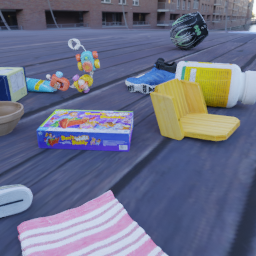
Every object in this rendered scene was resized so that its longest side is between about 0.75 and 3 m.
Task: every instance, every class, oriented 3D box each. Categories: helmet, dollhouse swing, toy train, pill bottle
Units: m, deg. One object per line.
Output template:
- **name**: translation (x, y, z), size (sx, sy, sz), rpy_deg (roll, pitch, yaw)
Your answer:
- **helmet**: translation (4.627, -7.441, 21.801), size (2.659, 2.789, 2.789), rpy_deg (-27, 20, 11)
- **dollhouse swing**: translation (1.832, -0.577, 7.310), size (1.569, 1.622, 1.785), rpy_deg (-8, 13, 41)
- **toy train**: translation (-1.989, -2.013, 10.221), size (1.650, 2.197, 0.611), rpy_deg (25, 32, -17)
- **pill bottle**: translation (2.860, -1.414, 9.226), size (2.518, 1.420, 1.420), rpy_deg (7, 24, 15)

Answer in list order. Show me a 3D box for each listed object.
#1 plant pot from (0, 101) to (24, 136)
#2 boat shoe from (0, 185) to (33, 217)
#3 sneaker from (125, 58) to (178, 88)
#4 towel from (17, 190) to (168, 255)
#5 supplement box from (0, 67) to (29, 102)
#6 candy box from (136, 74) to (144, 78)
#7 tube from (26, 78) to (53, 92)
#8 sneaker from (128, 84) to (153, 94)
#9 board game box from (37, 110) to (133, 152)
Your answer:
- **plant pot**: translation (-3.437, -0.198, 7.349), size (1.403, 0.648, 1.403), rpy_deg (-1, 23, 0)
- **boat shoe**: translation (-2.298, 1.216, 4.354), size (1.541, 0.555, 0.478), rpy_deg (-4, 3, -25)
- **sneaker**: translation (1.005, -2.247, 11.382), size (2.223, 1.237, 0.853), rpy_deg (4, 23, 8)
- **towel**: translation (-0.390, 1.628, 3.502), size (1.554, 0.318, 2.123), rpy_deg (-14, 27, -28)
- **supplement box**: translation (-4.633, -1.531, 9.962), size (1.538, 1.033, 1.537), rpy_deg (2, 23, 5)
- **candy box**: translation (0.731, -2.249, 12.764), size (0.629, 0.162, 1.230), rpy_deg (15, 28, 26)
- **tube**: translation (-3.972, -1.717, 11.149), size (2.330, 0.587, 0.902), rpy_deg (6, 37, 3)
- **sneaker**: translation (0.511, -1.568, 10.966), size (1.007, 0.378, 0.408), rpy_deg (9, 16, 19)
- **board game box**: translation (-0.977, 0.017, 7.050), size (2.138, 0.479, 1.438), rpy_deg (2, 23, 4)
